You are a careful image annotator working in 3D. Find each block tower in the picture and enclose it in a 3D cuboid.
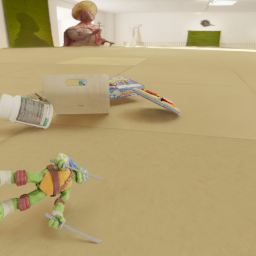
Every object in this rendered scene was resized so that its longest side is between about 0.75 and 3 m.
[{"bbox_3d":[-3.339,-0.941,10.196,0.517,0.554,1.915,33,28,13],"label":"block tower"}]

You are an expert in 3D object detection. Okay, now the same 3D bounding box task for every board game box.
[{"bbox_3d":[-0.655,-1.643,11.384,2.244,0.387,1.519,-11,30,-32],"label":"board game box"}]

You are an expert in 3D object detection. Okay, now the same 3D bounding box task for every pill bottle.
[{"bbox_3d":[-2.997,-0.497,8.218,1.396,0.790,0.790,14,10,-32],"label":"pill bottle"}]

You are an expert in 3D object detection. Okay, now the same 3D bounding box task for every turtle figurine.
[{"bbox_3d":[-1.117,0.899,3.925,1.366,1.014,1.409,-7,45,-24],"label":"turtle figurine"}]

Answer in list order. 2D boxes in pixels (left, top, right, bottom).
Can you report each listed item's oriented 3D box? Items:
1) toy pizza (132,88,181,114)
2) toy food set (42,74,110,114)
[{"bbox_3d":[1.002,-1.002,9.657,1.897,0.301,1.897,26,5,-3],"label":"toy pizza"},{"bbox_3d":[-1.534,-1.090,9.049,1.872,0.788,2.608,-1,-14,-3],"label":"toy food set"}]
